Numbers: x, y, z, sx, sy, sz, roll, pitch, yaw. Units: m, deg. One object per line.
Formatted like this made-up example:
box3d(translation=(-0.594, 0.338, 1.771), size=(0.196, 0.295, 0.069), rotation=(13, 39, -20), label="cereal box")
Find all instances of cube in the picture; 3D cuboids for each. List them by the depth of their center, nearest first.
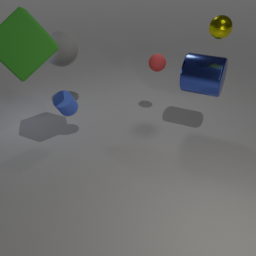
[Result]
box3d(translation=(-2.994, -2.410, 8.041), size=(1.400, 1.400, 1.400), rotation=(-42, 25, 3), label="cube")

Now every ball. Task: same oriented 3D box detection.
box3d(translation=(2.819, -3.068, 8.532), size=(0.700, 0.700, 0.700), rotation=(0, 31, 0), label="ball")
box3d(translation=(1.169, -2.601, 11.160), size=(0.700, 0.700, 0.700), rotation=(0, 31, 0), label="ball")
box3d(translation=(-2.763, -3.231, 11.484), size=(1.400, 1.400, 1.400), rotation=(0, 31, 0), label="ball")

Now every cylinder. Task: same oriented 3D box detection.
box3d(translation=(-2.214, -0.868, 9.963), size=(0.700, 0.700, 0.700), rotation=(-5, 65, 10), label="cylinder")
box3d(translation=(2.744, -1.929, 10.162), size=(1.400, 1.400, 1.400), rotation=(14, 34, 21), label="cylinder")
